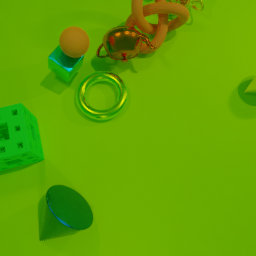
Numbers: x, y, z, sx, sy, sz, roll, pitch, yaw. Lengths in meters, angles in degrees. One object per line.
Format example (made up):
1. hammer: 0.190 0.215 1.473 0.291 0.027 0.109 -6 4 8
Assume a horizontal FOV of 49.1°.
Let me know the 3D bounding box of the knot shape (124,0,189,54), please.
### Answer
1. knot shape: 0.907 -3.288 8.443 1.900 2.030 0.938 -5 43 -13

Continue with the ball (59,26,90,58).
1. ball: -1.386 -2.227 7.267 0.778 0.778 0.778 0 74 0

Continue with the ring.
1. ring: -0.772 -0.984 8.366 1.575 0.315 1.575 0 74 0

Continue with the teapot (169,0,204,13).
1. teapot: 1.699 -4.312 8.865 1.841 1.144 0.901 42 63 3

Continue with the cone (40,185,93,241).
1. cone: -1.868 2.453 7.167 1.400 1.400 1.406 44 105 12

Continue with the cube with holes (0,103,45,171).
1. cube with holes: -3.148 0.291 7.450 1.292 1.292 1.292 -14 75 -5

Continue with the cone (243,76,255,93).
1. cone: 3.857 -1.265 8.248 1.013 1.009 1.009 -29 71 35

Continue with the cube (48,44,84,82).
1. cube: -1.772 -1.896 7.996 0.721 0.721 0.721 36 70 -4

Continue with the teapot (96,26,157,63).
1. teapot: -0.082 -2.380 8.145 1.892 1.176 0.926 -7 87 21
